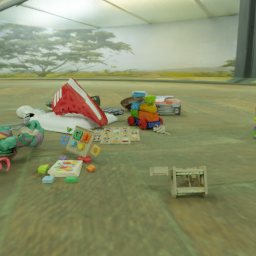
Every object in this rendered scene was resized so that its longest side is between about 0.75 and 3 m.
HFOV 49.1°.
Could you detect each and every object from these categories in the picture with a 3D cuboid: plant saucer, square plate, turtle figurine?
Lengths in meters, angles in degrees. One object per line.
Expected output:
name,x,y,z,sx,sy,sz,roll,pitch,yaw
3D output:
plant saucer,0.417,-1.239,14.562,1.632,0.299,1.632,-4,-16,-1
square plate,-2.401,-0.390,11.860,2.927,0.420,2.955,9,16,31
turtle figurine,-3.304,0.206,7.093,2.200,1.480,2.939,16,-2,1

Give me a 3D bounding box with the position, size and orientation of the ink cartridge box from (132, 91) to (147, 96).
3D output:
ink cartridge box,0.675,-1.728,16.631,0.790,0.793,1.092,-1,13,-2

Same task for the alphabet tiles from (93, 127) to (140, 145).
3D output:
alphabet tiles,-0.409,0.243,9.794,1.611,0.061,1.936,0,15,-1

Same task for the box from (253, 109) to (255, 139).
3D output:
box,5.729,-0.829,8.923,2.698,2.598,1.646,-5,14,-17

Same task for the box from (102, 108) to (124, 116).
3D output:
box,-0.918,-0.805,13.935,1.029,0.256,1.021,11,18,39

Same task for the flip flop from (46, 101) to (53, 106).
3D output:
flip flop,-3.870,-1.544,16.267,2.103,0.605,0.853,6,15,25

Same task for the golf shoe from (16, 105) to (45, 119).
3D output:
golf shoe,-4.504,-0.635,12.557,1.591,0.623,0.774,5,20,23

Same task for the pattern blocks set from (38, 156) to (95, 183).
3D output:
pattern blocks set,-1.474,0.960,6.774,1.348,0.124,1.534,-3,14,-10

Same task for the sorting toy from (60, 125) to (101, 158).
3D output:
sorting toy,-1.286,0.344,7.468,1.337,0.753,0.182,17,-7,28

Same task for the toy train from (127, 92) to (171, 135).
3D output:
toy train,0.917,-0.643,10.804,1.005,1.374,2.374,-9,16,-31

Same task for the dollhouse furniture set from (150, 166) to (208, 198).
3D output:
dollhouse furniture set,0.960,1.107,5.727,1.057,0.587,0.934,-1,-11,-2

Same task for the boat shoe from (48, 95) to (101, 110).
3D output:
boat shoe,-2.836,-1.321,14.781,2.835,0.853,1.011,1,13,4

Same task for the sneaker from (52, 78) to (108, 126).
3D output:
sneaker,-2.005,-0.677,11.157,2.607,1.506,1.021,49,1,28

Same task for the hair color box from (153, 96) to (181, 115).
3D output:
hair color box,1.893,-1.199,14.545,1.292,0.745,2.329,0,14,-2
